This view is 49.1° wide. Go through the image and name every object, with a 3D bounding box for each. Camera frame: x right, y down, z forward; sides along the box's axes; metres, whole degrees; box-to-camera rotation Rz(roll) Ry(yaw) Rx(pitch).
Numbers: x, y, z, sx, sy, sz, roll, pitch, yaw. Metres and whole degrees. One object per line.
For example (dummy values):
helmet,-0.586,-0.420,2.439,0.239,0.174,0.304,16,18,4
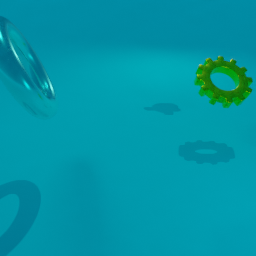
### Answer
ring,-1.894,-1.069,5.120,0.400,1.999,1.999,-27,33,1
gear,2.418,-1.185,7.119,1.419,0.262,1.419,2,63,-4
